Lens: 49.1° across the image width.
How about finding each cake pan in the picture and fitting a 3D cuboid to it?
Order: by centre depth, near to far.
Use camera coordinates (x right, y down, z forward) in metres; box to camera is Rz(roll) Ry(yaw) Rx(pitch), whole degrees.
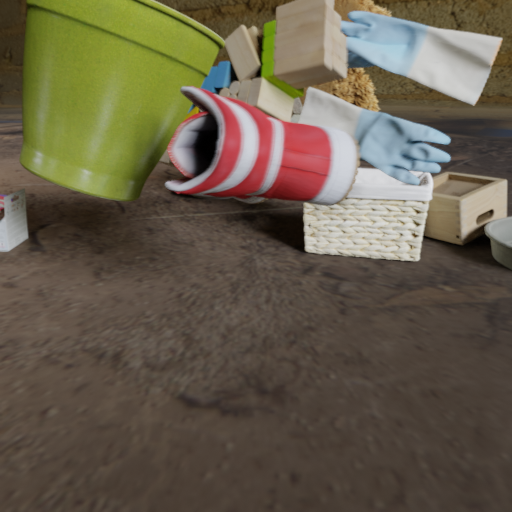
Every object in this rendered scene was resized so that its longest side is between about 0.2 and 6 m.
[{"bbox_3d":[5.678,-0.129,10.254,2.862,0.525,2.862,0,19,0],"label":"cake pan"}]

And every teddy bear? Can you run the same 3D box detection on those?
[{"bbox_3d":[1.270,-3.506,12.077,3.052,4.209,1.405,5,23,12],"label":"teddy bear"}]

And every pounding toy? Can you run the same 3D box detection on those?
[{"bbox_3d":[4.402,-0.900,11.753,1.888,1.342,1.738,-22,25,-29],"label":"pounding toy"}]

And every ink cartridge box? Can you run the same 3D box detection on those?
[{"bbox_3d":[-4.870,-0.734,11.138,0.310,1.088,0.884,1,19,4],"label":"ink cartridge box"}]

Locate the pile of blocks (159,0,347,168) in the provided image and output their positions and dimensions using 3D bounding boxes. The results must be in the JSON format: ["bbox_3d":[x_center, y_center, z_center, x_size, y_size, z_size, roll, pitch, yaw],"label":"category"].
[{"bbox_3d":[-0.055,-2.570,9.025,3.766,1.546,1.170,-30,-25,29],"label":"pile of blocks"}]

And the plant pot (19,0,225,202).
[{"bbox_3d":[-2.139,-2.239,7.905,2.679,2.580,2.679,20,12,-4],"label":"plant pot"}]

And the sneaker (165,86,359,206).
[{"bbox_3d":[-0.432,-1.347,7.310,1.973,1.249,3.508,6,5,-26],"label":"sneaker"}]

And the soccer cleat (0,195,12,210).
[{"bbox_3d":[-6.701,-1.317,13.447,0.585,0.670,1.753,15,25,36],"label":"soccer cleat"}]

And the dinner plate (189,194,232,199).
[{"bbox_3d":[-1.121,-1.875,15.669,2.218,0.269,2.218,1,19,0],"label":"dinner plate"}]

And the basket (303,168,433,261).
[{"bbox_3d":[2.123,-0.861,10.920,2.393,1.476,1.622,6,20,14],"label":"basket"}]

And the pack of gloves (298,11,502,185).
[{"bbox_3d":[1.887,-2.486,8.540,2.742,2.304,0.541,27,14,31],"label":"pack of gloves"}]
